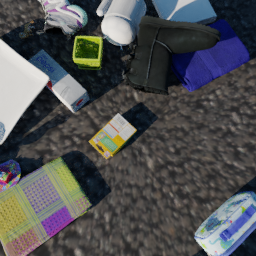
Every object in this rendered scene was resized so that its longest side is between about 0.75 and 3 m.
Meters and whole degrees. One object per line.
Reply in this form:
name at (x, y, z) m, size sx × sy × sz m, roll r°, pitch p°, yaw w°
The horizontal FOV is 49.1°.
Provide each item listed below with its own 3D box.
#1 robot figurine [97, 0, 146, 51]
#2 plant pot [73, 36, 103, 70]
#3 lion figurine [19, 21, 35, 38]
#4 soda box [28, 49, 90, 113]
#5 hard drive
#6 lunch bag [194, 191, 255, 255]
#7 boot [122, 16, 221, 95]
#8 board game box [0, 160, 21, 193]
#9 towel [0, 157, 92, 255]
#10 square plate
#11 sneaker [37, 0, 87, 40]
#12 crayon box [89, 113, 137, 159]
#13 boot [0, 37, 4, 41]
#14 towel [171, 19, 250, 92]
robot figurine at (-0.150, -3.911, 10.005) m, size 1.919 × 1.278 × 2.262 m, roll 24°, pitch 74°, yaw -14°
plant pot at (-1.347, -2.566, 9.802) m, size 0.946 × 0.858 × 0.941 m, roll 3°, pitch 73°, yaw 2°
lion figurine at (-3.772, -3.682, 10.497) m, size 0.490 × 0.290 × 0.800 m, roll -1°, pitch 58°, yaw 7°
soda box at (-2.386, -1.596, 9.564) m, size 0.780 × 0.725 × 2.285 m, roll -43°, pitch 77°, yaw -12°
hard drive at (1.908, -5.128, 10.846) m, size 1.941 × 0.393 × 2.943 m, roll -19°, pitch 74°, yaw -6°
lunch bag at (2.834, 2.668, 7.759) m, size 2.001 × 1.609 × 0.825 m, roll -39°, pitch 76°, yaw -12°
boot at (1.325, -2.241, 9.201) m, size 2.900 × 1.073 × 2.377 m, roll 14°, pitch 91°, yaw 12°
board game box at (-3.975, 1.491, 8.684) m, size 1.244 × 0.242 × 0.983 m, roll -26°, pitch 56°, yaw -6°
towel at (-2.786, 2.400, 8.530) m, size 2.863 × 0.326 × 2.056 m, roll -34°, pitch 75°, yaw -11°
square plate at (-4.271, -1.290, 9.351) m, size 2.676 × 0.384 × 2.701 m, roll 37°, pitch 91°, yaw 14°
sneaker at (-2.875, -4.098, 10.246) m, size 2.407 × 0.935 × 1.683 m, roll 33°, pitch 75°, yaw 10°
crayon box at (-0.487, 0.295, 9.168) m, size 0.860 × 0.353 × 1.368 m, roll 43°, pitch 77°, yaw 12°
boot at (-4.477, -2.695, 9.946) m, size 0.669 × 0.686 × 1.818 m, roll -34°, pitch 77°, yaw -12°
towel at (2.759, -2.569, 9.969) m, size 2.604 × 0.645 × 1.923 m, roll -28°, pitch 78°, yaw -7°
